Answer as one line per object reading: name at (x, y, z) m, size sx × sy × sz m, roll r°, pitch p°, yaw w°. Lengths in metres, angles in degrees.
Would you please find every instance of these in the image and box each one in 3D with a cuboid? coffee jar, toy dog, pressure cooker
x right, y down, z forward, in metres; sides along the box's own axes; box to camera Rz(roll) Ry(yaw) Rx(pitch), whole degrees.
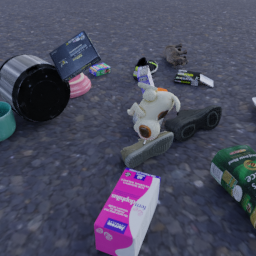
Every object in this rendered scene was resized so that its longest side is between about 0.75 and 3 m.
coffee jar at (3.540, 1.670, 7.657) m, size 1.407 × 1.151 × 2.698 m, roll -11°, pitch 36°, yaw -15°
toy dog at (0.648, -0.341, 7.383) m, size 1.306 × 1.347 × 0.940 m, roll 21°, pitch 3°, yaw 20°
pressure cooker at (-3.906, -1.716, 11.398) m, size 2.444 × 2.406 × 2.736 m, roll -46°, pitch 48°, yaw -15°

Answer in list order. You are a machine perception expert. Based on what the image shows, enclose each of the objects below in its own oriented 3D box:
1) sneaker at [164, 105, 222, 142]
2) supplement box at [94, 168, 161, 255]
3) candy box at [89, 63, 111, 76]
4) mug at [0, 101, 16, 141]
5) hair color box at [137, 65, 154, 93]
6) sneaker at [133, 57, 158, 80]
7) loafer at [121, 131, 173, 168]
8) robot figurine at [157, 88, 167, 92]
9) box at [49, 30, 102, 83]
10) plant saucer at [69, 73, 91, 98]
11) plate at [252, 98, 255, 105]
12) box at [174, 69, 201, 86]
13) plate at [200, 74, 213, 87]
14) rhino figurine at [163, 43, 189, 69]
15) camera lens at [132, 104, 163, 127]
sneaker at (2.566, -0.397, 10.917) m, size 2.628 × 0.998 × 1.193 m, roll -18°, pitch 32°, yaw -28°
supplement box at (0.046, 2.124, 7.114) m, size 1.024 × 1.046 × 2.024 m, roll 13°, pitch 38°, yaw 16°
candy box at (-1.561, -3.252, 15.563) m, size 0.947 × 0.365 × 0.801 m, roll -23°, pitch 42°, yaw -28°
mug at (-4.980, -0.236, 10.485) m, size 1.481 × 1.115 × 1.803 m, roll -5°, pitch 34°, yaw -6°
hair color box at (0.739, -1.613, 10.711) m, size 0.436 × 1.347 × 0.736 m, roll -10°, pitch 39°, yaw 14°
sneaker at (1.016, -3.405, 15.232) m, size 0.853 × 0.985 × 2.379 m, roll 14°, pitch 37°, yaw 20°
loafer at (0.657, 0.575, 9.570) m, size 2.143 × 0.806 × 0.746 m, roll -22°, pitch 45°, yaw -29°
robot figurine at (1.212, -1.112, 11.958) m, size 1.153 × 0.935 × 1.603 m, roll 32°, pitch 41°, yaw 10°
box at (-1.916, -2.586, 10.147) m, size 1.575 × 0.402 × 1.242 m, roll -31°, pitch 74°, yaw 8°
plant saucer at (-3.084, -2.275, 13.915) m, size 2.455 × 0.622 × 2.455 m, roll 1°, pitch 35°, yaw 0°
plate at (6.668, -0.478, 11.462) m, size 2.545 × 0.412 × 2.551 m, roll 2°, pitch 35°, yaw 4°
box at (3.157, -2.663, 14.762) m, size 1.274 × 0.303 × 1.231 m, roll 12°, pitch 39°, yaw 16°
plate at (4.005, -2.403, 14.347) m, size 0.766 × 0.124 × 0.767 m, roll 27°, pitch 36°, yaw -4°
rhino figurine at (2.849, -4.217, 16.564) m, size 1.220 × 0.834 × 2.790 m, roll -11°, pitch 37°, yaw 0°
camera lens at (0.770, -0.436, 11.010) m, size 1.064 × 0.851 × 0.851 m, roll 15°, pitch 37°, yaw 21°
